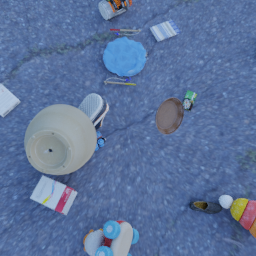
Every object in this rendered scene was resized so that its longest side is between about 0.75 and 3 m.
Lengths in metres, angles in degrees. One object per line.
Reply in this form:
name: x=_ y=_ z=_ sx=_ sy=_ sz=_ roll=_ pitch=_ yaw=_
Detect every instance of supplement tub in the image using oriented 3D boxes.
supplement tub: x=-0.576 y=-5.672 z=12.938 sx=1.405 sy=0.861 sz=0.861 roll=-34 pitch=73 yaw=-12

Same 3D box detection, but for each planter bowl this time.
planter bowl: x=-2.419 y=0.571 z=9.498 sx=2.491 sy=1.676 sz=2.491 roll=1 pitch=106 yaw=3

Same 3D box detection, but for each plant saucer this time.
plant saucer: x=1.238 y=-0.381 z=8.598 sx=1.165 sy=1.165 sz=0.213 roll=-47 pitch=36 yaw=-16

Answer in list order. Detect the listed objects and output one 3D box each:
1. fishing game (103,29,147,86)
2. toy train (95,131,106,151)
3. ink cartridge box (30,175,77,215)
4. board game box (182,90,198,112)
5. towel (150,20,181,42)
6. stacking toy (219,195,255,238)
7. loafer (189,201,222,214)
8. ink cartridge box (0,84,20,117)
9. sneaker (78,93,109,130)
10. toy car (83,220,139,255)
fishing game: x=-0.118 y=-3.083 z=12.210 sx=1.925 sy=0.418 sz=2.688 roll=1 pitch=76 yaw=1
toy train: x=-1.348 y=0.582 z=10.758 sx=0.991 sy=0.430 sz=0.566 roll=-32 pitch=72 yaw=-12
ink cartridge box: x=-2.577 y=2.356 z=9.819 sx=1.235 sy=0.897 sz=0.893 roll=22 pitch=70 yaw=8
board game box: x=2.531 y=-1.129 z=11.600 sx=0.455 sy=0.102 sz=0.868 roll=22 pitch=71 yaw=11
towel: x=1.705 y=-4.470 z=12.864 sx=1.211 sy=0.144 sz=0.890 roll=-24 pitch=69 yaw=-11
stacking toy: x=4.014 y=2.838 z=9.563 sx=1.853 sy=1.354 sz=1.354 roll=28 pitch=71 yaw=22
loafer: x=2.787 y=2.800 z=9.909 sx=1.157 sy=0.418 sz=0.421 roll=3 pitch=68 yaw=0
ink cartridge box: x=-5.183 y=-1.143 z=11.529 sx=1.178 sy=0.295 sz=0.948 roll=39 pitch=74 yaw=18
sneaker: x=-1.791 y=-0.089 z=10.767 sx=2.742 sy=1.089 sz=1.075 roll=-42 pitch=67 yaw=11
toy car: x=-0.803 y=3.703 z=9.237 sx=1.706 sy=1.572 sz=1.509 roll=4 pitch=66 yaw=33
